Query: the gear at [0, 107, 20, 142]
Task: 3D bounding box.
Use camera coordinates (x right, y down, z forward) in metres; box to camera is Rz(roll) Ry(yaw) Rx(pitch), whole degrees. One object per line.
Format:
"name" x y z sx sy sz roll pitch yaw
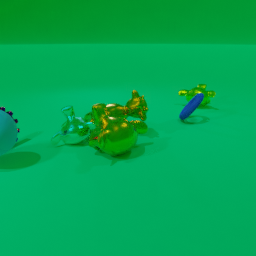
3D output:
"gear" -3.193 0.008 7.005 0.194 1.051 1.051 -8 14 26

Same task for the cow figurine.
"cow figurine" -0.287 -0.388 7.812 1.630 0.895 1.604 -18 -2 -34

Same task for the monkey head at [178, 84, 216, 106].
"monkey head" 2.803 -1.389 11.100 1.469 1.057 0.885 7 -15 29

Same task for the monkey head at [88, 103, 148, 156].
"monkey head" -0.353 0.001 6.751 1.088 1.299 1.805 -7 7 40

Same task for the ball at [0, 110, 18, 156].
"ball" -2.924 0.103 5.983 1.053 1.053 1.053 0 19 0

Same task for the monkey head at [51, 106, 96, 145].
"monkey head" -1.438 -0.049 7.334 1.298 0.934 0.782 -19 34 -3

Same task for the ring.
"ring" 2.098 -0.714 9.278 0.220 1.098 1.098 40 23 -1
